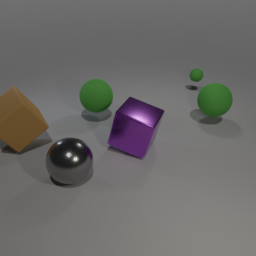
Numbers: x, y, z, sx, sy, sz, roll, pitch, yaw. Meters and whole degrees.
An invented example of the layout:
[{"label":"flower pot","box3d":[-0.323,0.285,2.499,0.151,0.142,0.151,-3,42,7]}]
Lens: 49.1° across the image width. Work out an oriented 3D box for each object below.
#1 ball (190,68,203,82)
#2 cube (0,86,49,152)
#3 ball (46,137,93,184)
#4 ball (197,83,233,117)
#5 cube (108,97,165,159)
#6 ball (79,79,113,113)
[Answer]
[{"label":"ball","box3d":[3.613,-2.785,14.772,0.700,0.700,0.700,0,29,0]},{"label":"cube","box3d":[-3.913,-0.315,9.806,1.400,1.400,1.400,-40,45,-4]},{"label":"ball","box3d":[-1.744,0.977,8.406,1.400,1.400,1.400,0,29,0]},{"label":"ball","box3d":[3.581,-1.159,11.578,1.400,1.400,1.400,0,29,0]},{"label":"cube","box3d":[0.289,-0.032,9.890,1.400,1.400,1.400,23,34,9]},{"label":"ball","box3d":[-1.322,-1.338,11.702,1.400,1.400,1.400,0,29,0]}]
